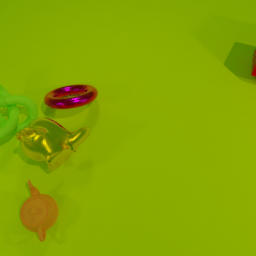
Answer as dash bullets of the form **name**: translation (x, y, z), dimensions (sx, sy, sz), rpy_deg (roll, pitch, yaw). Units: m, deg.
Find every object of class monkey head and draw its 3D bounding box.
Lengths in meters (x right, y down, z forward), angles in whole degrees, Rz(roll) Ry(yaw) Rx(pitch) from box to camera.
- **monkey head**: translation (-1.652, 0.180, 6.305), dimensions (1.413, 1.964, 1.184), rpy_deg (-42, 91, 4)

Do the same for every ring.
- **ring**: translation (-1.473, -0.830, 7.263), dimensions (1.400, 0.280, 1.400), rpy_deg (-5, 25, 3)

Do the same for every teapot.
- **teapot**: translation (-1.904, 1.724, 5.876), dimensions (0.801, 0.631, 1.288), rpy_deg (-17, 69, -5)

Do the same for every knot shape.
- **knot shape**: translation (-2.899, -0.371, 6.810), dimensions (1.418, 0.700, 1.515), rpy_deg (13, 69, -38)

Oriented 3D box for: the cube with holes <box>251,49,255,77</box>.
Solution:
- **cube with holes**: translation (4.242, -2.088, 7.658), dimensions (1.213, 1.213, 1.213), rpy_deg (18, 47, 11)
